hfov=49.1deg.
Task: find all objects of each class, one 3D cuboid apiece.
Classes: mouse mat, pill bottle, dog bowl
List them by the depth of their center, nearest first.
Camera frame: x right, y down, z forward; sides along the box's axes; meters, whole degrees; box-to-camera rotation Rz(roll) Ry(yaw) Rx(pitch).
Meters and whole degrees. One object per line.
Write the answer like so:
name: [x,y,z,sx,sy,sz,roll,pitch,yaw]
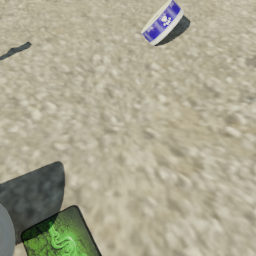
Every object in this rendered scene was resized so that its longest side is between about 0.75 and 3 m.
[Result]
pill bottle: [-3.081,2.037,4.534,2.107,1.170,1.170,-21,55,3]
mouse mat: [-1.242,2.335,5.295,1.212,0.057,1.506,-25,58,-18]
dog bowl: [1.033,-3.212,8.542,0.531,1.348,1.348,39,55,-16]
